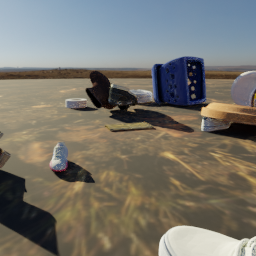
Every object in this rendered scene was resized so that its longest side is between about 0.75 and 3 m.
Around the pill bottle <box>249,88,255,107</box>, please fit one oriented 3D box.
[{"bbox_3d":[5.704,-0.958,10.414,1.114,1.114,2.040,-9,16,-36],"label":"pill bottle"}]

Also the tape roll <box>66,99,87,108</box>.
[{"bbox_3d":[-2.433,-1.164,13.177,0.998,0.349,0.998,0,12,0],"label":"tape roll"}]

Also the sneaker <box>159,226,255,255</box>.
[{"bbox_3d":[1.157,1.052,1.904,2.190,0.775,0.800,11,17,43],"label":"sneaker"}]

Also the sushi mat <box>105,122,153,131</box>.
[{"bbox_3d":[0.019,-0.048,8.643,1.385,0.084,0.662,-4,13,-17],"label":"sushi mat"}]

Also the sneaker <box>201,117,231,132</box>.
[{"bbox_3d":[2.712,-0.211,8.482,1.323,0.468,0.483,-11,17,-43],"label":"sneaker"}]

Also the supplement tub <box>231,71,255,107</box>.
[{"bbox_3d":[5.668,-1.729,12.659,1.686,1.686,2.319,6,13,27],"label":"supplement tub"}]

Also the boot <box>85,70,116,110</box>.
[{"bbox_3d":[-1.297,-1.702,11.984,0.757,2.093,1.741,-39,-11,20],"label":"boot"}]

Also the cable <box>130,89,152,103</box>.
[{"bbox_3d":[0.464,-1.700,15.139,1.688,0.584,1.688,-12,18,-41],"label":"cable"}]

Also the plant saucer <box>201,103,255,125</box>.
[{"bbox_3d":[3.747,-0.414,8.491,2.943,0.475,2.943,7,8,-1],"label":"plant saucer"}]

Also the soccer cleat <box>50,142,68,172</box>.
[{"bbox_3d":[-1.304,0.517,5.279,0.326,0.403,0.934,-2,13,-10],"label":"soccer cleat"}]

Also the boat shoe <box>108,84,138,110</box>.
[{"bbox_3d":[-0.211,-1.166,11.766,0.937,0.882,2.608,10,-1,14],"label":"boat shoe"}]

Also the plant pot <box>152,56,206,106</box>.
[{"bbox_3d":[2.522,-2.294,14.160,2.076,2.309,2.309,0,9,36],"label":"plant pot"}]

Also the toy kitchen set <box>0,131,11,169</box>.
[{"bbox_3d":[-2.284,0.517,4.646,0.832,0.922,0.752,16,-22,51],"label":"toy kitchen set"}]
